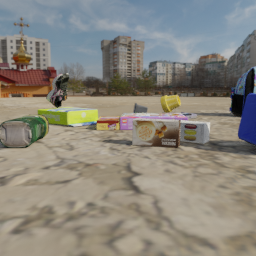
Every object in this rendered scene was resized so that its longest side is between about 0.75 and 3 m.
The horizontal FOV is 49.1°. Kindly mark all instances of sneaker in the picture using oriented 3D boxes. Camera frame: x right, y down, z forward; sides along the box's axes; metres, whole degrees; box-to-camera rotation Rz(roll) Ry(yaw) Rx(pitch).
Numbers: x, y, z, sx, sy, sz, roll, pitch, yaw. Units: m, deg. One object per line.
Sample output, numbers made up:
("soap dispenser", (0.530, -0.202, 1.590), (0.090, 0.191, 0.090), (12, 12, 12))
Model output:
("sneaker", (-3.031, -1.673, 12.826), (0.761, 0.818, 1.895), (-29, -17, -45))

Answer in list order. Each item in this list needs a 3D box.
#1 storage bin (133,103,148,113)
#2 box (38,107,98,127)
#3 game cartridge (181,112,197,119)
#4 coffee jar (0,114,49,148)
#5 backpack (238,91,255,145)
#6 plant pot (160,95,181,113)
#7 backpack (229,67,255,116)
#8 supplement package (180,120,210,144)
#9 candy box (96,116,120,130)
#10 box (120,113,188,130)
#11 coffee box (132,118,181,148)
("storage bin", (0.533, -0.637, 12.854), (0.634, 0.944, 0.687), (11, 8, -1))
("box", (-2.711, -0.554, 12.897), (2.792, 0.665, 1.702), (7, 11, 42))
("game cartridge", (2.617, -0.666, 14.937), (1.787, 0.343, 1.158), (-3, 5, -19))
("coffee jar", (-2.975, 0.045, 8.264), (0.938, 0.768, 1.799), (-1, 9, 1))
("backpack", (3.940, -0.050, 7.120), (1.705, 1.386, 1.431), (9, 12, -21))
("plant pot", (2.325, -1.348, 15.016), (0.880, 0.935, 0.935), (-16, 0, 26))
("backpack", (7.181, -2.065, 15.935), (2.519, 2.760, 1.857), (-3, 9, -14))
("supplement package", (1.872, 0.097, 8.472), (1.067, 0.607, 0.584), (5, 8, 32))
("candy box", (-0.763, -0.218, 11.367), (0.874, 0.423, 1.499), (0, 7, 0))
("box", (1.004, -0.288, 11.478), (2.606, 0.510, 1.783), (0, 8, 2))
("coffee box", (0.804, 0.126, 7.870), (1.291, 0.738, 0.515), (3, 8, 15))
